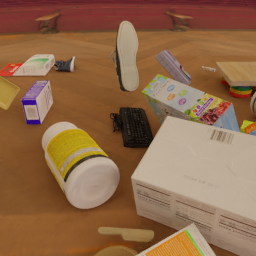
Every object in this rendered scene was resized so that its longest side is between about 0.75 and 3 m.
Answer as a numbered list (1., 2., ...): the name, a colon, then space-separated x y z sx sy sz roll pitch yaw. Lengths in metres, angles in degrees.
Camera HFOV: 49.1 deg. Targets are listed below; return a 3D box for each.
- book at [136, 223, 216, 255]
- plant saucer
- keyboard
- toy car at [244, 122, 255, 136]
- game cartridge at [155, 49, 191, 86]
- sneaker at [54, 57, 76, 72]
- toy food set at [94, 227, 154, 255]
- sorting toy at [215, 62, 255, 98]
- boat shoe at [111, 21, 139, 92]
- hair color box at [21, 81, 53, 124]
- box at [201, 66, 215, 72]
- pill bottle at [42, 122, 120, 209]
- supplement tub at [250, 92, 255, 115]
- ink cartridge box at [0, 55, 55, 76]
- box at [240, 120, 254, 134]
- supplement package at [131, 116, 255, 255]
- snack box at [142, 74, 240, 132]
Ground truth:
1. book: 0.852 2.762 5.132 1.957 0.470 1.307 -13 50 -34
2. plant saucer: -4.251 -1.215 9.435 0.893 0.893 0.216 33 2 -17
3. keyboard: 0.098 -0.238 10.635 1.498 0.570 2.877 -3 29 -5
4. toy car: 3.835 0.462 9.626 1.971 0.967 0.656 -16 31 27
5. game cartridge: 1.663 -2.146 9.950 1.441 0.427 2.223 43 21 -3
6. sneaker: -3.762 -3.871 16.772 1.197 0.630 1.657 1 31 -3
7. toy food set: -0.202 2.956 5.397 1.413 0.411 2.047 1 41 14
8. sorting toy: 6.031 -2.386 13.861 2.830 0.991 2.847 0 30 2
9. boat shoe: -0.087 -2.392 9.537 0.860 2.298 0.710 -14 11 -29
10. hair color box: -3.696 -1.101 11.553 0.648 1.092 1.998 0 30 2
11. box: 4.753 -3.488 16.583 0.816 0.169 0.158 21 36 30
12. pill bottle: -1.437 0.887 7.781 1.458 1.458 2.552 -17 35 -26
13. supplement tub: 5.796 -0.730 10.617 1.384 1.384 1.913 -9 31 -15
14. ink cartridge box: -6.043 -3.747 16.546 2.897 0.726 2.331 1 30 -1
15. box: 4.790 0.108 10.285 1.184 0.282 0.722 17 35 26
16. supplement package: 1.886 1.252 6.611 2.864 1.588 2.230 15 47 23
17. snack box: 2.016 -0.241 8.783 0.952 2.372 2.813 -46 45 -9
